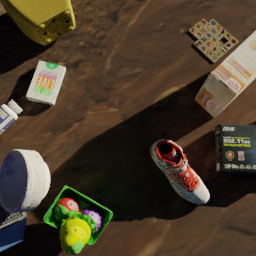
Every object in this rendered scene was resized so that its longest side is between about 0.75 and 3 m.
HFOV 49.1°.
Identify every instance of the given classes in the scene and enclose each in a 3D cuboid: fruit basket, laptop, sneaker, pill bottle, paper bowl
[{"bbox_3d":[-1.484,2.760,8.327,1.965,1.965,1.417,34,87,9],"label":"fruit basket"},{"bbox_3d":[-4.334,3.008,8.929,1.842,1.140,1.967,-24,76,-7],"label":"laptop"},{"bbox_3d":[1.742,1.471,9.203,0.884,1.420,2.649,-40,78,-10],"label":"sneaker"},{"bbox_3d":[-4.447,-0.417,10.104,0.714,0.714,1.193,42,78,11],"label":"pill bottle"},{"bbox_3d":[-3.236,1.668,8.899,1.935,1.006,1.935,-7,79,40],"label":"paper bowl"}]

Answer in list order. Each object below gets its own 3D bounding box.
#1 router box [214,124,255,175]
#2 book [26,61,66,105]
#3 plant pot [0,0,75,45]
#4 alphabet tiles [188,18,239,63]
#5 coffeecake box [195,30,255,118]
[{"bbox_3d":[4.210,0.759,9.787,2.203,0.684,1.651,2,74,1],"label":"router box"},{"bbox_3d":[-3.092,-1.715,10.689,1.045,0.376,1.564,13,73,0],"label":"book"},{"bbox_3d":[-3.306,-4.683,10.509,2.454,2.470,2.527,-32,83,-8],"label":"plant pot"},{"bbox_3d":[3.354,-3.640,11.345,1.444,0.065,1.728,-40,78,-10],"label":"alphabet tiles"},{"bbox_3d":[3.922,-2.010,9.727,2.975,2.284,1.087,-43,79,-11],"label":"coffeecake box"}]
